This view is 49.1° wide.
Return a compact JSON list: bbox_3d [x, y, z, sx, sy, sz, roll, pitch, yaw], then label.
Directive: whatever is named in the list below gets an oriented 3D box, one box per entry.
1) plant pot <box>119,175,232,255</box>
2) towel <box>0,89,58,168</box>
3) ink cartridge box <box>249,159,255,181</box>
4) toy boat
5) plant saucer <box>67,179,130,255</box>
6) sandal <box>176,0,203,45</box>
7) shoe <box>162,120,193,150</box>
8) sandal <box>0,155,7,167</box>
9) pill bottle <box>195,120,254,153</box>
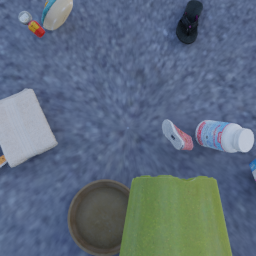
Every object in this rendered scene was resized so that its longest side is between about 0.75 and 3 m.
[{"bbox_3d":[0.816,2.065,4.926,2.521,2.521,2.394,1,78,0],"label":"plant pot"},{"bbox_3d":[-2.703,-0.081,7.127,1.266,0.329,1.911,-27,67,-11],"label":"towel"},{"bbox_3d":[3.347,1.184,6.460,0.705,0.413,0.975,5,51,-16],"label":"ink cartridge box"},{"bbox_3d":[-2.217,-3.155,7.688,0.746,1.350,1.606,44,55,-12],"label":"toy boat"},{"bbox_3d":[-0.535,2.035,6.446,1.679,0.247,1.679,0,69,0],"label":"plant saucer"},{"bbox_3d":[1.837,-3.233,8.300,0.646,0.411,1.717,14,67,5],"label":"sandal"},{"bbox_3d":[1.217,0.181,6.894,0.440,0.345,0.967,10,35,-34],"label":"shoe"},{"bbox_3d":[-3.331,0.919,6.762,0.356,0.267,0.931,23,56,32],"label":"sandal"},{"bbox_3d":[2.243,0.200,6.561,0.677,1.246,0.677,-4,99,-30],"label":"pill bottle"}]
